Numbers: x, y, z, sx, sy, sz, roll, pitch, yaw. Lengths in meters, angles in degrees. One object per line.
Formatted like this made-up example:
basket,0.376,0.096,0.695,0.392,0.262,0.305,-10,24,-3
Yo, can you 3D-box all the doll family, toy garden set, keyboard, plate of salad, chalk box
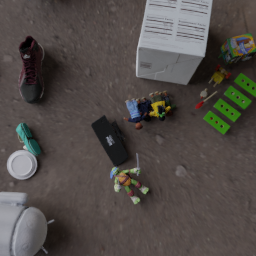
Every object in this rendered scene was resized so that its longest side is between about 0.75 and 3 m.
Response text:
doll family,0.733,-0.565,9.233,1.806,0.708,1.044,-16,85,2
toy garden set,3.139,-1.010,9.307,1.579,0.378,1.894,40,95,11
keyboard,-0.480,0.360,9.296,0.864,0.329,1.661,-32,84,17
plate of salad,-3.435,1.194,9.125,0.946,0.227,0.946,0,90,-5
chalk box,3.630,-2.650,9.543,1.133,0.707,0.702,-13,81,-3

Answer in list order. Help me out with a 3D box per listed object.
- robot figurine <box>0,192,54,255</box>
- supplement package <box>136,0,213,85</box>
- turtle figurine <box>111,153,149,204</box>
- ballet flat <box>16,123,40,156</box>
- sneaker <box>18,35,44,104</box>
robot figurine,-3.517,2.970,8.184,2.592,1.463,2.198,8,87,2
supplement package,1.360,-3.024,8.732,1.854,2.410,2.521,10,80,2
turtle figurine,0.079,1.685,8.591,1.256,1.295,0.932,47,40,-12
ballet flat,-3.302,0.435,9.212,0.436,0.417,1.238,-33,81,19
sneaker,-3.271,-1.971,9.119,0.828,1.265,2.189,-2,80,-4
